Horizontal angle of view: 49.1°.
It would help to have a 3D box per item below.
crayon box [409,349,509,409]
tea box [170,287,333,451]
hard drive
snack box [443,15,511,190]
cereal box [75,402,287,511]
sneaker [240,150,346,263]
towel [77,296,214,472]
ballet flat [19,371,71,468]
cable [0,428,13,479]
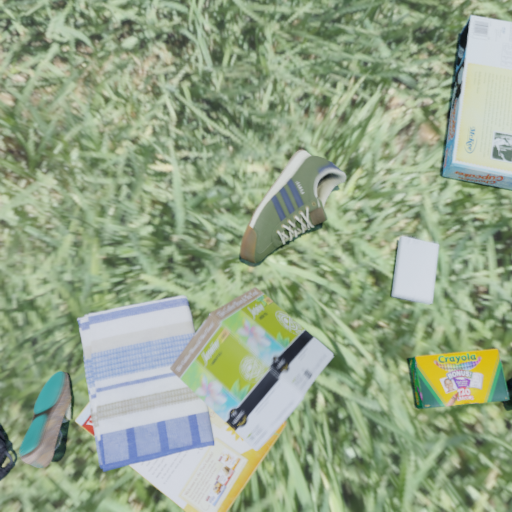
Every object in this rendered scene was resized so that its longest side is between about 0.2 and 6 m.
[{"bbox_3d":[3.319,2.027,9.234,1.414,0.412,0.840,-5,74,-2],"label":"crayon box"},{"bbox_3d":[-0.011,1.602,8.489,1.744,1.772,1.184,39,111,10],"label":"tea box"},{"bbox_3d":[2.802,0.250,9.837,0.711,0.142,1.078,12,77,-5],"label":"hard drive"},{"bbox_3d":[4.713,-2.882,10.568,1.895,0.605,3.262,12,74,3],"label":"snack box"},{"bbox_3d":[-1.183,2.659,8.974,2.766,0.547,1.990,35,76,11],"label":"cereal box"},{"bbox_3d":[0.716,-0.784,9.748,1.054,0.788,2.349,24,71,25],"label":"sneaker"},{"bbox_3d":[-1.751,1.925,8.833,1.826,0.296,2.486,-12,71,-6],"label":"towel"},{"bbox_3d":[-3.255,2.608,8.883,0.563,0.556,1.654,-20,34,20],"label":"ballet flat"},{"bbox_3d":[-4.885,3.290,8.843,1.845,0.469,1.505,-39,77,-10],"label":"cable"}]
